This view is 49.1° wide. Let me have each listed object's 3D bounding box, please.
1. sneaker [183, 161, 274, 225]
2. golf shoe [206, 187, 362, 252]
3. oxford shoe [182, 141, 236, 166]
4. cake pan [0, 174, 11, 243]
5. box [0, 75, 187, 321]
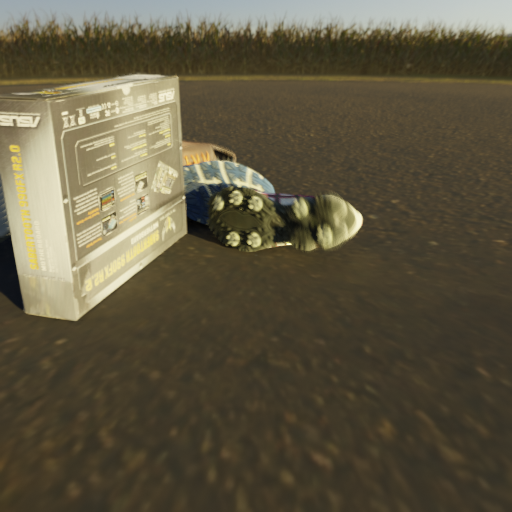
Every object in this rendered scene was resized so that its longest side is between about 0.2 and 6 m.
[{"bbox_3d":[-1.336,-1.392,11.544,3.466,1.335,1.476,3,17,3],"label":"sneaker"},{"bbox_3d":[0.443,-0.606,9.942,2.889,1.115,1.273,9,9,31],"label":"golf shoe"},{"bbox_3d":[-1.635,-2.303,13.407,1.156,1.131,3.172,-1,14,29],"label":"oxford shoe"},{"bbox_3d":[-5.146,-1.193,9.994,2.637,2.637,0.484,1,-18,4],"label":"cake pan"},{"bbox_3d":[-2.280,-1.166,8.729,0.903,2.960,3.738,7,24,16],"label":"box"}]
